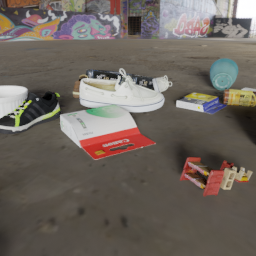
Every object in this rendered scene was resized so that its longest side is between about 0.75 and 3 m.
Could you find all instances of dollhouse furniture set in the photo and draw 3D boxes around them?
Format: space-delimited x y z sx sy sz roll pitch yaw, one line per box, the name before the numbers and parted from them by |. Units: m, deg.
dollhouse furniture set | 1.844 1.001 5.851 1.318 0.536 0.709 7 14 -34

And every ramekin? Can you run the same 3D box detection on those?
ramekin | -4.399 -0.801 9.647 1.911 0.931 1.911 0 21 0

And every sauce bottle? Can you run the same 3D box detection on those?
sauce bottle | 4.768 -1.165 10.972 1.969 0.650 0.650 5 22 15

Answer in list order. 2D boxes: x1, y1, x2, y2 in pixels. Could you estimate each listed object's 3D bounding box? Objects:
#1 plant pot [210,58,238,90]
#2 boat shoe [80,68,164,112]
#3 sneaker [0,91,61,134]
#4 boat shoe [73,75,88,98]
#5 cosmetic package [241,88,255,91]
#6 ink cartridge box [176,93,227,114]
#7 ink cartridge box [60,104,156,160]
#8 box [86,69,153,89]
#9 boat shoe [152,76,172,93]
plant pot | 4.649 -2.513 13.658 1.358 1.358 1.276 7 37 17
boat shoe | -0.190 -1.382 9.636 2.980 1.271 1.101 5 36 2
sneaker | -3.250 -0.618 8.999 0.917 1.060 2.559 13 25 30
boat shoe | -1.878 -1.964 12.565 0.858 0.859 2.323 2 18 1
cosmetic package | 5.165 -1.311 11.501 0.385 0.535 0.949 -18 25 -37
ink cartridge box | 2.906 -0.997 10.978 1.505 0.354 1.487 14 25 36
ink cartridge box | -0.652 0.002 8.141 1.948 0.606 2.420 -13 23 -29
box | -0.385 -2.339 13.455 2.595 0.565 2.079 16 16 31
boat shoe | 1.634 -2.062 13.098 0.817 0.708 1.917 -13 12 14
